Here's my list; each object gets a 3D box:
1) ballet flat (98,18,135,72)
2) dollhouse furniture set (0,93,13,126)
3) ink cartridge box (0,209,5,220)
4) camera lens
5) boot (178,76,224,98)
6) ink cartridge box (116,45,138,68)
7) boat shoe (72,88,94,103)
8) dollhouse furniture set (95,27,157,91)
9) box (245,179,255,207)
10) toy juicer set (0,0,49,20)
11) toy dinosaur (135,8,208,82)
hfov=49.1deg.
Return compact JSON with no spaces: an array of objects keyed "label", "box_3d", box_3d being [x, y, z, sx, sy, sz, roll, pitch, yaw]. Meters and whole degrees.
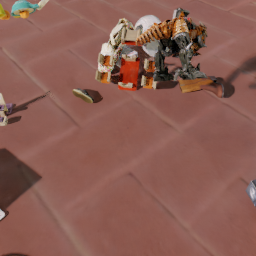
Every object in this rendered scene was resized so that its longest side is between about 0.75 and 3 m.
[{"label":"ballet flat","box_3d":[-0.639,-3.536,11.872,1.002,0.847,2.650,19,76,29]},{"label":"dollhouse furniture set","box_3d":[-5.012,-0.778,9.791,1.476,1.048,1.170,-4,46,-4]},{"label":"ink cartridge box","box_3d":[-4.633,1.897,7.378,2.459,0.834,1.416,29,53,25]},{"label":"camera lens","box_3d":[1.127,-4.248,12.888,1.378,1.378,1.723,-13,48,-12]},{"label":"boot","box_3d":[2.841,-1.577,10.936,1.511,0.517,1.422,-7,47,-5]},{"label":"ink cartridge box","box_3d":[-0.290,-3.250,12.514,0.921,0.534,1.248,-30,54,-24]},{"label":"boat shoe","box_3d":[-1.687,-1.287,10.741,1.055,0.386,0.342,30,58,26]},{"label":"dollhouse furniture set","box_3d":[0.099,-2.654,11.176,2.347,1.209,2.322,8,90,7]},{"label":"box","box_3d":[4.804,2.083,7.398,2.517,0.548,2.016,-10,47,-10]},{"label":"toy juicer set","box_3d":[-3.549,-3.966,9.574,1.979,0.539,1.259,-17,11,-13]},{"label":"toy dinosaur","box_3d":[1.275,-2.362,7.965,2.992,2.031,1.529,-9,12,-24]}]
